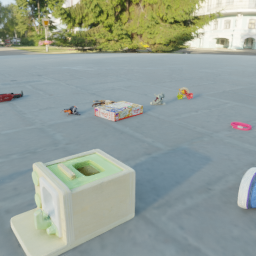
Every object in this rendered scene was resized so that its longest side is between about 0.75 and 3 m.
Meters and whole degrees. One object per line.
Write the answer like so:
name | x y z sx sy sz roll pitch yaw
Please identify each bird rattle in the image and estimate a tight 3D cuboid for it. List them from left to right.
bird rattle | 3.101 -1.870 15.314 0.882 0.719 0.497 -3 35 19

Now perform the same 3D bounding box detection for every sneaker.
sneaker | 3.310 1.310 5.815 1.422 0.783 1.943 12 17 43

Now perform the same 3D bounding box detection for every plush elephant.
plush elephant | 1.553 -1.496 14.228 0.805 0.623 0.663 9 21 25

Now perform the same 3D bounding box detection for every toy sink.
toy sink | -1.073 1.282 5.322 2.080 1.165 1.356 -14 23 -35

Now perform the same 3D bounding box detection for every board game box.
board game box | -0.396 -0.790 12.507 1.750 0.405 1.326 -18 26 -42

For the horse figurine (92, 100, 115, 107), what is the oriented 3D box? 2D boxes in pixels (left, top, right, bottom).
horse figurine | -1.065 -1.183 13.670 1.434 0.358 0.951 5 7 32

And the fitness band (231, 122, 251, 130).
fitness band | 4.385 -0.074 10.877 0.556 0.145 0.774 -13 24 -40

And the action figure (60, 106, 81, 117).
action figure | -2.498 -0.775 12.509 0.801 0.419 0.775 15 32 35

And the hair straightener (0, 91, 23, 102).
hair straightener | -6.606 -1.806 15.396 0.844 0.449 2.195 6 20 16
